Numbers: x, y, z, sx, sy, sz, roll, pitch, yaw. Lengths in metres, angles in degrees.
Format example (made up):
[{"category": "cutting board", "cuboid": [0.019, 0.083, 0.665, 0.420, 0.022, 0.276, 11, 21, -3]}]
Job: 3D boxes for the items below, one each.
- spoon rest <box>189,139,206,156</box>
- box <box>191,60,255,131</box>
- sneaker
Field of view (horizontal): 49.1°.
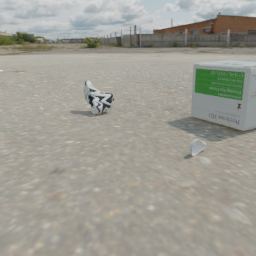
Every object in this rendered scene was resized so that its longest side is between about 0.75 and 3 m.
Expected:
[{"category": "spoon rest", "cuboid": [1.685, 0.434, 6.716, 0.248, 0.407, 0.818, 15, 13, 29]}, {"category": "box", "cuboid": [3.587, -1.194, 9.135, 2.202, 1.887, 2.192, -12, 20, -31]}, {"category": "sneaker", "cuboid": [-1.029, -1.182, 10.449, 0.967, 0.593, 1.486, -7, 50, -30]}]
